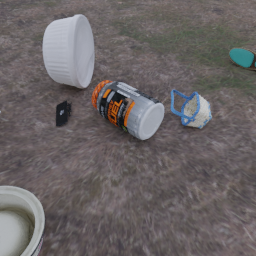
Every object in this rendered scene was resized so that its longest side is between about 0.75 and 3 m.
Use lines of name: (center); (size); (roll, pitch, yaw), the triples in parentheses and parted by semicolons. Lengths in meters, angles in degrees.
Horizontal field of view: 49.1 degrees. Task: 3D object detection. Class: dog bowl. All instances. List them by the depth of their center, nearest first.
dog bowl: (-3.096, 2.590, 6.496); (2.457, 0.906, 2.457); (0, 42, 0)

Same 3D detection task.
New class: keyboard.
keyboard: (-2.372, -0.537, 10.522); (0.661, 0.252, 1.270); (-23, 43, 9)

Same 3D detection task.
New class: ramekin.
ramekin: (-2.337, -3.018, 11.242); (1.312, 2.818, 2.818); (2, 42, 9)

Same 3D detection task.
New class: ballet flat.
ballet flat: (5.883, -3.061, 12.964); (2.438, 0.860, 0.796); (34, 26, 28)

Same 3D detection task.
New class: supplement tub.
supplement tub: (-0.056, -0.711, 9.733); (2.363, 1.448, 1.448); (30, 50, 30)

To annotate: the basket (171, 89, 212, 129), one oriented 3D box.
basket: (2.156, -0.687, 9.898); (1.470, 1.022, 1.296); (29, 40, -14)
